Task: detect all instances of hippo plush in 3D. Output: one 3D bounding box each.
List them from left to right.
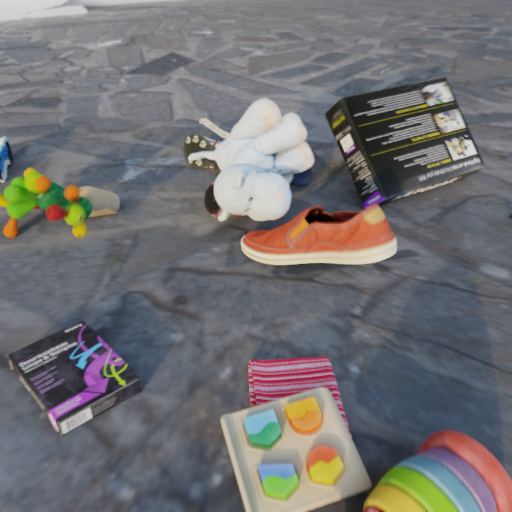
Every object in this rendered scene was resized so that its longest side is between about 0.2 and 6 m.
[{"bbox_3d":[-0.070,-1.797,10.970,2.499,1.991,2.010,17,41,-8],"label":"hippo plush"}]

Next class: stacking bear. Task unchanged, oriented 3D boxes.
[{"bbox_3d":[1.505,2.724,5.498,2.009,1.142,1.220,-27,41,-28],"label":"stacking bear"}]

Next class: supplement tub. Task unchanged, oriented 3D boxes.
[{"bbox_3d":[-0.377,-1.192,11.804,1.339,0.716,0.716,-6,29,-39],"label":"supplement tub"}]

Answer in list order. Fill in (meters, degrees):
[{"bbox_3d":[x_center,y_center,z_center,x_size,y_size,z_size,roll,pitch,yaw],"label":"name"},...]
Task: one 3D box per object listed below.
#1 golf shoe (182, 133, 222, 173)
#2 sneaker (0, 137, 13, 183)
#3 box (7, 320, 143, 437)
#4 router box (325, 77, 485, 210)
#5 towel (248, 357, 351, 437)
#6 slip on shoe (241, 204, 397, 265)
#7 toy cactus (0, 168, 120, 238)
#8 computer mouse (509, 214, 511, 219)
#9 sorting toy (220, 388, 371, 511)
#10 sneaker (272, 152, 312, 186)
[{"bbox_3d":[-1.012,-2.532,14.226,2.116,0.817,0.932,28,19,36],"label":"golf shoe"},{"bbox_3d":[-6.616,-2.401,13.918,0.834,0.722,1.926,-10,33,-5],"label":"sneaker"},{"bbox_3d":[-2.566,1.636,7.858,1.215,0.307,1.700,-26,39,-35],"label":"box"},{"bbox_3d":[3.437,-2.620,12.769,3.242,2.418,0.828,-18,-7,-27],"label":"router box"},{"bbox_3d":[0.539,1.958,7.462,1.227,0.191,1.697,-2,32,-4],"label":"towel"},{"bbox_3d":[0.983,-0.409,9.939,3.125,0.956,1.158,-1,18,43],"label":"slip on shoe"},{"bbox_3d":[-3.860,-1.000,11.297,2.317,1.436,2.808,0,7,-45],"label":"toy cactus"},{"bbox_3d":[5.798,-0.555,11.099,0.478,0.278,1.632,13,16,-46],"label":"computer mouse"},{"bbox_3d":[0.443,2.269,6.585,1.478,0.270,1.368,-11,47,-14],"label":"sorting toy"},{"bbox_3d":[0.578,-2.316,13.619,1.888,0.776,0.698,45,54,13],"label":"sneaker"}]
